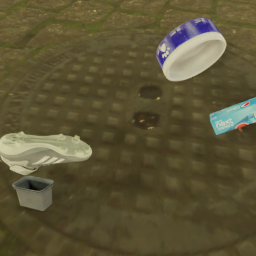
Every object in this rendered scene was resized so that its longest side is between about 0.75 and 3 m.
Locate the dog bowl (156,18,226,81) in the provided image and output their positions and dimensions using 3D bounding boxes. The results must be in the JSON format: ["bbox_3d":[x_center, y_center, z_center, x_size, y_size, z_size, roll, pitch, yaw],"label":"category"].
[{"bbox_3d":[1.728,-2.123,7.782,1.811,1.811,0.713,-18,71,-17],"label":"dog bowl"}]

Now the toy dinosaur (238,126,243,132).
[{"bbox_3d":[3.666,-0.411,7.883,1.166,1.285,0.675,15,4,-14],"label":"toy dinosaur"}]

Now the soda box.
[{"bbox_3d":[2.786,-0.314,7.041,1.350,0.458,0.433,-21,19,22],"label":"soda box"}]

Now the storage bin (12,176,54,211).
[{"bbox_3d":[-1.936,1.364,5.877,0.783,0.526,0.570,6,20,21],"label":"storage bin"}]

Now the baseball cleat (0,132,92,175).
[{"bbox_3d":[-1.745,0.572,5.977,1.852,0.986,0.646,10,37,-12],"label":"baseball cleat"}]
